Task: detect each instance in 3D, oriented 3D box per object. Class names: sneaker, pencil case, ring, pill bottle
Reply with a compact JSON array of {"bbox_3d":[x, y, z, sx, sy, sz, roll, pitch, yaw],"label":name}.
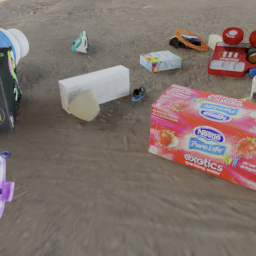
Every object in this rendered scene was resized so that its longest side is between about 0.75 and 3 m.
[{"bbox_3d":[2.629,-3.894,12.780,1.465,0.555,0.641,-4,39,-6],"label":"sneaker"},{"bbox_3d":[-2.121,0.649,2.692,1.882,0.790,0.805,1,5,-34],"label":"pencil case"},{"bbox_3d":[2.882,-4.009,12.825,1.702,0.163,1.702,15,41,-14],"label":"ring"},{"bbox_3d":[0.343,-1.111,8.741,0.275,0.322,0.776,16,37,20],"label":"sneaker"},{"bbox_3d":[-4.903,-2.702,10.054,1.523,1.523,2.713,14,36,21],"label":"pill bottle"},{"bbox_3d":[-2.175,-3.901,12.687,0.712,0.693,1.789,-8,34,3],"label":"sneaker"}]

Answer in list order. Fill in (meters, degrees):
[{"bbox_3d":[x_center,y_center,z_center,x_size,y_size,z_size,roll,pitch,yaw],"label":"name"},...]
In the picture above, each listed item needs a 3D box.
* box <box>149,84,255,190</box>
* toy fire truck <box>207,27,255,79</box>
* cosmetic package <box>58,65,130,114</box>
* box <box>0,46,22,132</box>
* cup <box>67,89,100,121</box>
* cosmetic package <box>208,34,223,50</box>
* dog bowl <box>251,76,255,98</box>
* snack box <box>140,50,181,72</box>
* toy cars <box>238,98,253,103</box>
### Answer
[{"bbox_3d":[1.852,0.117,6.001,2.596,1.294,1.240,19,38,25],"label":"box"},{"bbox_3d":[4.241,-2.563,10.338,2.304,1.292,1.935,12,59,18],"label":"toy fire truck"},{"bbox_3d":[-0.954,-1.203,8.383,2.119,0.875,0.537,-21,40,-29],"label":"cosmetic package"},{"bbox_3d":[-3.777,-1.077,7.495,1.363,1.629,2.193,-6,33,-9],"label":"box"},{"bbox_3d":[-1.115,-0.548,7.560,0.602,0.842,0.842,46,47,7],"label":"cup"},{"bbox_3d":[4.050,-3.805,12.613,0.376,0.557,1.058,-6,35,-12],"label":"cosmetic package"},{"bbox_3d":[4.669,-1.319,8.256,2.008,0.589,2.008,-15,20,5],"label":"dog bowl"},{"bbox_3d":[1.252,-2.622,10.926,1.273,0.431,1.073,-12,35,-20],"label":"snack box"},{"bbox_3d":[3.363,-0.587,7.990,0.565,0.279,1.261,13,36,20],"label":"toy cars"}]
